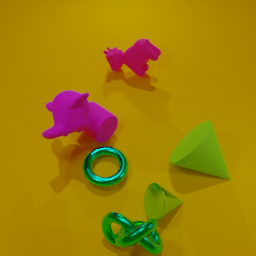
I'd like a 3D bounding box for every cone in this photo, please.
[{"bbox_3d":[2.197,0.872,7.503,1.542,1.536,1.536,43,62,-4],"label":"cone"},{"bbox_3d":[1.024,1.853,7.008,0.923,0.920,0.920,9,51,-27],"label":"cone"}]

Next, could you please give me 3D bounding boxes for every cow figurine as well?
[{"bbox_3d":[0.083,-2.452,9.357,1.586,1.612,0.885,37,39,-7],"label":"cow figurine"}]

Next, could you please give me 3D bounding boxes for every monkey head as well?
[{"bbox_3d":[-1.604,-0.347,6.985,1.305,1.093,1.813,-24,13,-41],"label":"monkey head"}]

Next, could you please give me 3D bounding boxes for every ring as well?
[{"bbox_3d":[-0.610,1.014,7.546,1.233,0.247,1.233,1,50,-1],"label":"ring"}]

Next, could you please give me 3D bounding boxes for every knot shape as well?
[{"bbox_3d":[0.036,2.321,6.233,1.388,1.483,0.685,2,64,24],"label":"knot shape"}]

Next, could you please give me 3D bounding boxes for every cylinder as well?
[{"bbox_3d":[-0.900,-0.170,8.034,0.891,0.891,0.891,34,62,27],"label":"cylinder"}]
